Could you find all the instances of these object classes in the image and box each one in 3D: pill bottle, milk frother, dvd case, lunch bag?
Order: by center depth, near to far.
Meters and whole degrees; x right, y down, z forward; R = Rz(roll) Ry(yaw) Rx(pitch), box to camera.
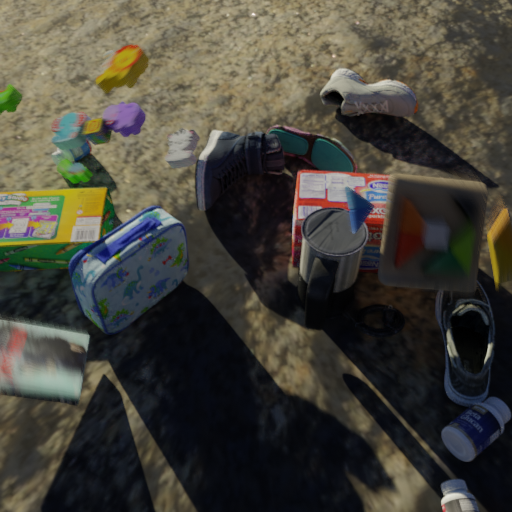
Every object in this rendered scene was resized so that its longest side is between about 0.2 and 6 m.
[{"bbox_3d":[2.779,3.491,7.565,0.456,0.456,0.823,-3,48,-2],"label":"pill bottle"},{"bbox_3d":[3.303,2.543,8.340,1.007,0.559,0.559,-28,54,-24],"label":"pill bottle"},{"bbox_3d":[-3.639,1.531,8.459,2.065,0.227,1.508,12,25,-16],"label":"dvd case"},{"bbox_3d":[1.651,0.374,9.466,1.864,1.753,1.682,0,50,0],"label":"milk frother"},{"bbox_3d":[-2.126,0.199,9.666,0.860,1.677,2.086,35,58,25],"label":"lunch bag"},{"bbox_3d":[-4.212,-2.374,12.767,0.479,0.479,0.853,32,56,25],"label":"pill bottle"}]

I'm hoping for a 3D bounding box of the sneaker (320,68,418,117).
[{"bbox_3d":[2.718,-3.772,13.838,2.485,0.941,1.143,25,60,30],"label":"sneaker"}]

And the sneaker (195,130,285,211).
[{"bbox_3d":[-0.312,-1.857,12.001,1.755,0.924,2.429,6,48,8],"label":"sneaker"}]

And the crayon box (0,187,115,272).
[{"bbox_3d":[-4.167,-0.526,10.931,2.560,0.746,1.521,-3,48,-3],"label":"crayon box"}]

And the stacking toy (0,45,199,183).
[{"bbox_3d":[-3.121,-2.585,10.881,3.505,2.643,0.824,-6,63,19],"label":"stacking toy"}]

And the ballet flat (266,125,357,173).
[{"bbox_3d":[1.341,-2.459,12.737,2.312,0.799,0.823,24,33,21],"label":"ballet flat"}]

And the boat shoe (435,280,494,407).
[{"bbox_3d":[3.575,1.158,9.289,0.957,0.942,2.656,6,46,6],"label":"boat shoe"}]

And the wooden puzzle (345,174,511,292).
[{"bbox_3d":[2.840,-0.360,8.832,2.838,0.332,1.914,-2,92,-6],"label":"wooden puzzle"}]

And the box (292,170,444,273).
[{"bbox_3d":[2.124,-0.614,10.598,2.845,1.358,1.418,3,48,3],"label":"box"}]
